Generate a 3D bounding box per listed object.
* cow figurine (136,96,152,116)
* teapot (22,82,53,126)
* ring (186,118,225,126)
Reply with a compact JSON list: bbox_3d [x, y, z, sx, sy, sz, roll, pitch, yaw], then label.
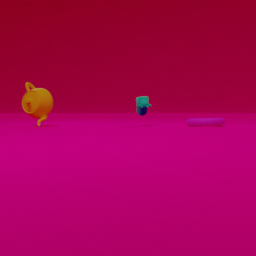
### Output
[{"bbox_3d":[0.507,-0.727,9.551,0.491,0.894,0.880,-3,36,-4],"label":"cow figurine"},{"bbox_3d":[-3.130,-0.809,9.568,1.079,1.735,0.850,-30,-16,20],"label":"teapot"},{"bbox_3d":[2.719,-0.211,9.853,1.312,0.262,1.312,-1,2,0],"label":"ring"}]
